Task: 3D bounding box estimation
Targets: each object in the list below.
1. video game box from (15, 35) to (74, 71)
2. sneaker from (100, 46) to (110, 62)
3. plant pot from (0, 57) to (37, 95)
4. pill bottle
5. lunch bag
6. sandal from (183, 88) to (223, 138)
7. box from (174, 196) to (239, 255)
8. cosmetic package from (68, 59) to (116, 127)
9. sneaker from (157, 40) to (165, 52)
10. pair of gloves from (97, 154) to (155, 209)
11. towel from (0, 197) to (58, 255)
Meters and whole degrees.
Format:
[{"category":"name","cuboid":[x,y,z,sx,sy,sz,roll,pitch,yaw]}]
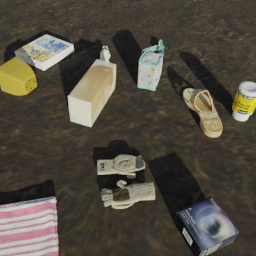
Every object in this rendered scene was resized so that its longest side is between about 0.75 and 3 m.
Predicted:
[{"category":"video game box","cuboid":[-3.789,-3.506,12.808,1.791,0.460,1.966,24,50,25]},{"category":"sneaker","cuboid":[-1.051,-3.108,12.344,0.518,0.559,1.380,0,47,-2]},{"category":"plant pot","cuboid":[-4.179,-1.885,10.830,1.107,1.082,1.075,27,51,14]},{"category":"pill bottle","cuboid":[4.020,-0.881,9.609,0.725,1.289,0.725,-1,44,1]},{"category":"lunch bag","cuboid":[0.918,-2.437,11.160,0.906,1.266,1.486,13,47,11]},{"category":"sandal","cuboid":[2.723,-0.904,9.926,0.969,0.869,2.643,-7,46,-7]},{"category":"box","cuboid":[1.871,2.404,6.812,1.060,0.658,1.069,-18,48,-18]},{"category":"cosmetic package","cuboid":[-1.222,-1.294,10.055,0.835,1.236,2.349,17,49,9]},{"category":"sneaker","cuboid":[1.559,-3.849,13.297,0.358,0.348,0.899,18,50,-8]},{"category":"pair of gloves","cuboid":[-0.095,1.488,7.973,1.472,0.303,1.731,-12,44,-6]},{"category":"towel","cuboid":[-2.569,2.773,6.651,1.774,0.363,2.424,-8,46,-9]}]
